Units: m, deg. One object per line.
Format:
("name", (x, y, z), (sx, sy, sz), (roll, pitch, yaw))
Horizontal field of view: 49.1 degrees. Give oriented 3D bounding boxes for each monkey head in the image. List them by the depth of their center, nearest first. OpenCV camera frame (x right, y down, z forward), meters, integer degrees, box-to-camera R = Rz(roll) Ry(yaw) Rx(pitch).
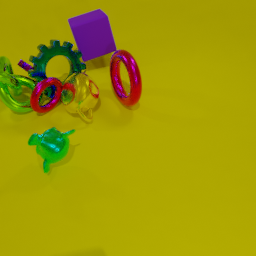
("monkey head", (-1.847, 0.428, 6.626), (0.784, 0.937, 1.302), (35, 94, 16))

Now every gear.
("gear", (-2.183, -1.824, 8.766), (1.777, 1.777, 0.329), (-27, 35, -26))
("gear", (-3.077, -1.834, 9.317), (1.191, 1.191, 0.220), (35, 90, 32))

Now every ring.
("ring", (-2.398, -0.966, 8.308), (0.239, 1.195, 1.195), (34, 52, 19))
("ring", (-0.094, -1.494, 8.478), (0.347, 1.733, 1.733), (-17, 45, -23))

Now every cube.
("cube", (-1.290, -3.348, 10.060), (1.276, 1.276, 1.276), (-20, 36, -5))

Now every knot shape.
("knot shape", (-3.524, -1.287, 8.577), (1.881, 0.929, 2.010), (40, 12, -8))

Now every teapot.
("teapot", (-1.382, -1.063, 8.450), (0.976, 1.240, 1.994), (14, 51, -43))
